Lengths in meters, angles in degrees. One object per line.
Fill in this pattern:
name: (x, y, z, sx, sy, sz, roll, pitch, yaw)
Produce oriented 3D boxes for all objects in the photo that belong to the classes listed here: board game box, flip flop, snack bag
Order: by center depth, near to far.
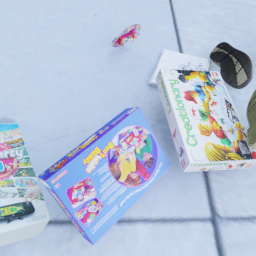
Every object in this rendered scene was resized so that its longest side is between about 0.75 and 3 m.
board game box: (-2.806, 1.056, 5.458, 1.778, 0.774, 2.410, -2, 51, -42)
board game box: (-0.337, 0.869, 5.651, 2.352, 1.581, 0.527, -39, 20, -27)
board game box: (1.812, -0.296, 6.804, 1.733, 0.475, 2.745, -1, 56, -16)
flip flop: (3.004, -1.794, 8.066, 0.878, 0.624, 2.166, -42, 30, 20)
snack bag: (1.639, -1.730, 8.441, 1.617, 0.184, 1.715, 16, 55, 12)
board game box: (-0.011, -2.800, 8.764, 1.083, 0.855, 0.211, -35, 83, 22)

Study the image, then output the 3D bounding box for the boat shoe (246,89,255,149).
boat shoe: (3.320, -0.288, 6.511, 0.791, 0.865, 2.314, 26, 53, 1)
